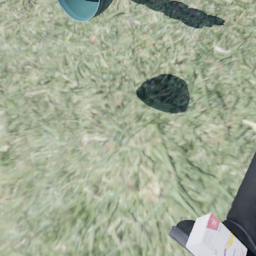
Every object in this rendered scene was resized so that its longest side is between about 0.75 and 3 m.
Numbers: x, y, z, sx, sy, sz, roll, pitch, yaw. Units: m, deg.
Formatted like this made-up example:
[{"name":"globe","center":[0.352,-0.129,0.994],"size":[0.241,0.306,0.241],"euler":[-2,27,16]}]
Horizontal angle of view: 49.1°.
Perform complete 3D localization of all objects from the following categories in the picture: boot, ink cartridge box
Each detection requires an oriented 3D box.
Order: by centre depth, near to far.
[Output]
[{"name":"ink cartridge box","center":[1.168,1.544,3.473],"size":[0.840,0.284,0.489],"euler":[45,43,-2]},{"name":"boot","center":[1.973,1.091,4.594],"size":[2.580,2.127,0.847],"euler":[-55,37,-8]}]

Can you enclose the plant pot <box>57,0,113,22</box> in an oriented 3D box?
[{"name":"plant pot","center":[-0.750,-3.000,5.716],"size":[1.418,1.418,0.950],"euler":[40,49,18]}]
